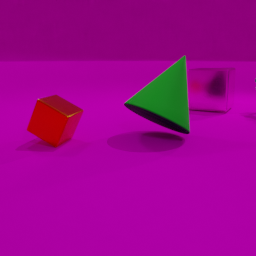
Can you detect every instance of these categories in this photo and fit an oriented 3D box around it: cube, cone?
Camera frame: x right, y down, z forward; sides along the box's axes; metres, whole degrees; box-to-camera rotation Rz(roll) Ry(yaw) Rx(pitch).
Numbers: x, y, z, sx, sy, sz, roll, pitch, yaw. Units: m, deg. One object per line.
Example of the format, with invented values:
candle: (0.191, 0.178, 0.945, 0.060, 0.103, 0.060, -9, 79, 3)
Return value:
cube: (2.771, -1.320, 9.347, 1.313, 1.313, 1.313, 6, 15, 28)
cube: (-1.480, -0.166, 5.749, 0.729, 0.729, 0.729, 29, 20, 7)
cone: (0.918, -0.874, 6.033, 1.526, 1.532, 1.526, 25, -3, 1)
